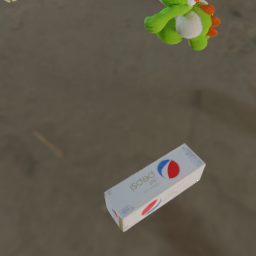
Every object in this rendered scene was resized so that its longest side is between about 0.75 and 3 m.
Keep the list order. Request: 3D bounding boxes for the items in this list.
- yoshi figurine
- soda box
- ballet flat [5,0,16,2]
[{"bbox_3d":[0.909,-2.842,6.279,1.653,2.941,1.647,-38,48,6],"label":"yoshi figurine"},{"bbox_3d":[0.374,0.788,3.807,1.374,0.468,0.437,-28,56,-20],"label":"soda box"},{"bbox_3d":[-2.800,-3.302,6.261,1.005,0.950,2.982,-37,21,-5],"label":"ballet flat"}]
